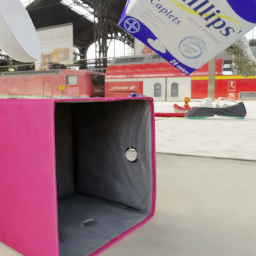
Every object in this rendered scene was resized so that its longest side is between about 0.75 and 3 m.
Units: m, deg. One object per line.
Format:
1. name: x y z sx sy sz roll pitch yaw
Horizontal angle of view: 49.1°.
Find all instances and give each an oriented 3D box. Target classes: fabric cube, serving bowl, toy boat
1. fabric cube: -0.405 0.227 1.833 0.867 0.853 0.870 3 7 38
2. serving bowl: -2.773 -2.392 6.379 0.665 2.022 2.022 -21 5 5
3. toy boat: 2.854 -1.110 13.739 1.293 0.845 0.844 0 6 2

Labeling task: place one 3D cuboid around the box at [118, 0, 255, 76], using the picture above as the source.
1. box: 1.499 -2.942 6.655 2.397 1.368 2.606 31 -37 -19

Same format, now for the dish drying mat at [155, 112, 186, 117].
1. dish drying mat: 1.604 -0.567 11.933 2.121 0.193 0.815 2 6 24

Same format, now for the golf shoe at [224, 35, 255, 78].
1. golf shoe: 3.187 -2.141 7.752 0.708 0.879 1.808 2 -27 41

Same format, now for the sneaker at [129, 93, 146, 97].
1. sneaker: 0.247 -1.289 14.521 0.991 1.032 2.631 -4 7 -38

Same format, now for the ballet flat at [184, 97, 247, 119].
1. ballet flat: 3.359 -0.766 10.797 2.429 0.887 0.887 0 6 -2
